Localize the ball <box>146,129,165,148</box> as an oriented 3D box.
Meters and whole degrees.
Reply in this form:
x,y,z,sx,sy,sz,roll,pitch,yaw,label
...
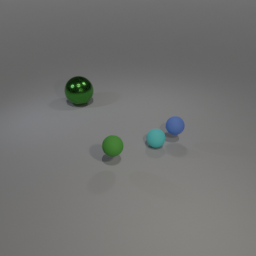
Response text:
x,y,z,sx,sy,sz,roll,pitch,yaw,label
1.030,0.375,10.341,0.700,0.700,0.700,0,29,0,ball

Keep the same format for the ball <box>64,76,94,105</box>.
x,y,z,sx,sy,sz,roll,pitch,yaw,label
-2.382,-1.820,13.645,1.400,1.400,1.400,0,29,0,ball

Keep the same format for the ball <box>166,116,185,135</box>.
x,y,z,sx,sy,sz,roll,pitch,yaw,label
1.761,-0.088,10.469,0.700,0.700,0.700,0,29,0,ball

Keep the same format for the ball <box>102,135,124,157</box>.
x,y,z,sx,sy,sz,roll,pitch,yaw,label
-0.496,0.583,9.110,0.700,0.700,0.700,0,29,0,ball
